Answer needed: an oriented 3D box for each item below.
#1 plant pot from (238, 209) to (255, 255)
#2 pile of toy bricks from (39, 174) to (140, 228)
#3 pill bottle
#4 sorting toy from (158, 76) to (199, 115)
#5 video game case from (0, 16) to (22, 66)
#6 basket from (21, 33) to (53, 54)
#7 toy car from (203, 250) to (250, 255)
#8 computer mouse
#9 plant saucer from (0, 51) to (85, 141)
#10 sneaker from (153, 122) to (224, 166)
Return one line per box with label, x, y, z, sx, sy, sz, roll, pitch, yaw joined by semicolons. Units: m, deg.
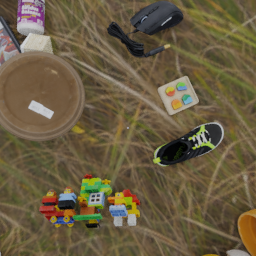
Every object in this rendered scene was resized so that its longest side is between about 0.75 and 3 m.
plant pot;4.375;3.035;8.218;1.476;1.613;1.613;-16;86;-17
pile of toy bricks;-1.141;2.050;8.442;2.850;1.581;1.407;-5;47;10
pill bottle;-3.070;-3.743;8.907;0.816;0.816;1.454;0;87;0
sorting toy;1.627;-1.056;9.057;1.063;0.194;0.984;-25;87;-1
video game case;-4.410;-1.762;9.012;2.540;0.358;2.811;-32;87;-3
basket;-2.771;-2.329;8.609;0.664;0.818;0.825;8;50;4
toy car;2.901;5.028;7.620;2.536;2.173;2.898;-30;81;-2
computer mouse;0.831;-3.026;8.228;2.579;0.594;1.811;-26;59;-19
plant saucer;-2.373;-0.895;7.508;2.503;0.369;2.503;2;84;-18
sneaker;1.910;0.586;8.544;2.432;1.007;0.872;-27;87;-2
